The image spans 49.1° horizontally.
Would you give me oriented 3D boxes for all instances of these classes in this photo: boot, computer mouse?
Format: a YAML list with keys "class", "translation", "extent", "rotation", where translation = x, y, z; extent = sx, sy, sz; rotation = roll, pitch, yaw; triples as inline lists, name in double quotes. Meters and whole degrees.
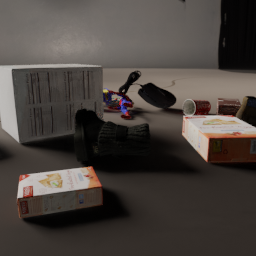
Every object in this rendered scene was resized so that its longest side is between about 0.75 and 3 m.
- class: "boot"
  translation: [-0.430, 0.103, 7.653]
  extent: [1.899, 0.956, 2.540]
  rotation: [-8, 26, -4]
- class: "boot"
  translation: [4.694, -0.528, 9.616]
  extent: [2.323, 1.126, 0.868]
  rotation: [-6, 26, -25]
- class: "computer mouse"
  translation: [0.827, -1.375, 13.214]
  extent: [2.693, 1.891, 0.620]
  rotation: [30, 47, -22]

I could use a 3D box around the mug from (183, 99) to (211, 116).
- class: "mug"
  translation: [3.021, -0.783, 11.992]
  extent: [1.093, 0.970, 0.729]
  rotation: [-6, -24, -36]

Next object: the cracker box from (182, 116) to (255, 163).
- class: "cracker box"
  translation: [2.619, 0.212, 7.859]
  extent: [1.617, 0.696, 2.414]
  rotation: [-1, 14, -4]

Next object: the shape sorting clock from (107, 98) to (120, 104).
- class: "shape sorting clock"
  translation: [-0.619, -1.500, 15.129]
  extent: [1.251, 0.245, 1.251]
  rotation: [0, 15, 0]

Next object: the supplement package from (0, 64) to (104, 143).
- class: "supplement package"
  translation: [-2.632, -1.018, 9.529]
  extent: [2.911, 2.193, 2.209]
  rotation: [-11, 18, -35]

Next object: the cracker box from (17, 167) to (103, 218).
- class: "cracker box"
  translation: [-1.235, 1.114, 5.073]
  extent: [1.393, 0.402, 0.933]
  rotation: [-6, 16, -18]

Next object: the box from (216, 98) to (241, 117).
- class: "box"
  translation: [4.198, -0.802, 11.748]
  extent: [0.910, 0.681, 1.818]
  rotation: [4, 17, 15]

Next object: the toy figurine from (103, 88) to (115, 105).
- class: "toy figurine"
  translation: [-1.368, -1.888, 14.286]
  extent: [1.756, 1.546, 2.931]
  rotation: [-2, 16, -23]

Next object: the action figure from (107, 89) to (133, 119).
- class: "action figure"
  translation: [-0.462, -1.097, 12.407]
  extent: [1.218, 0.803, 2.462]
  rotation: [13, 14, -6]
